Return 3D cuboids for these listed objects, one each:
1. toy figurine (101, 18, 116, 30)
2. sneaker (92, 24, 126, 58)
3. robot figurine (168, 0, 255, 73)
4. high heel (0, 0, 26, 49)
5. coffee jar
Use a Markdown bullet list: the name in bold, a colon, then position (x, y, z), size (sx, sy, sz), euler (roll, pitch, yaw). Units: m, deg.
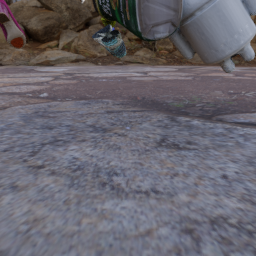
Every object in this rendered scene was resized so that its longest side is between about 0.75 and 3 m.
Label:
- **toy figurine**: position (-0.503, -3.403, 10.102), size (1.108, 1.258, 2.101), euler (6, 26, -8)
- **sneaker**: position (-0.562, -2.605, 8.637), size (0.701, 0.780, 1.806), euler (-33, 35, 2)
- **robot figurine**: position (2.082, -2.617, 6.845), size (2.183, 2.574, 1.453), euler (-34, 17, 23)
- **high heel**: position (-2.183, -1.932, 5.143), size (0.370, 0.527, 1.097), euler (-21, -17, -12)
- **coffee jar**: position (0.052, -3.264, 6.917), size (1.254, 1.533, 2.939), euler (-20, 38, -17)
